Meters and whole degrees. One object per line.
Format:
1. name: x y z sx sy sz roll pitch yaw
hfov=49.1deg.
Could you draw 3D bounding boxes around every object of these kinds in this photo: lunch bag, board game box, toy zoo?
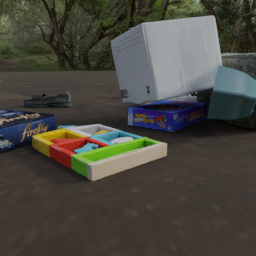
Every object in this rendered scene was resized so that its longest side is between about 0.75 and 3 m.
1. lunch bag: 3.558 -1.147 7.679 2.282 1.896 2.721 -11 16 -20
2. board game box: 1.121 -0.395 7.658 1.360 0.453 2.023 10 16 37
3. board game box: -3.176 0.125 5.444 1.995 0.509 2.944 7 15 28
4. toy zoo: -0.711 0.293 5.316 1.617 0.252 2.465 -12 18 -40

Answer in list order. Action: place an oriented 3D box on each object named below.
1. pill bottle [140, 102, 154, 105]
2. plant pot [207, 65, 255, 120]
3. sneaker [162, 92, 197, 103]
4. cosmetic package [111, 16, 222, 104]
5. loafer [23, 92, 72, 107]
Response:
1. pill bottle: 0.690 -0.972 10.133 0.456 0.456 0.814 -5 15 -21
2. plant pot: 2.286 -0.708 6.059 0.893 0.875 0.877 11 51 16
3. sneaker: 2.106 -1.093 9.794 2.005 0.727 0.721 3 49 6
4. cosmetic package: 0.967 -1.658 7.088 2.095 1.729 1.727 -15 9 -26
5. loafer: -2.969 -1.081 10.347 1.790 0.563 0.643 1 14 3
